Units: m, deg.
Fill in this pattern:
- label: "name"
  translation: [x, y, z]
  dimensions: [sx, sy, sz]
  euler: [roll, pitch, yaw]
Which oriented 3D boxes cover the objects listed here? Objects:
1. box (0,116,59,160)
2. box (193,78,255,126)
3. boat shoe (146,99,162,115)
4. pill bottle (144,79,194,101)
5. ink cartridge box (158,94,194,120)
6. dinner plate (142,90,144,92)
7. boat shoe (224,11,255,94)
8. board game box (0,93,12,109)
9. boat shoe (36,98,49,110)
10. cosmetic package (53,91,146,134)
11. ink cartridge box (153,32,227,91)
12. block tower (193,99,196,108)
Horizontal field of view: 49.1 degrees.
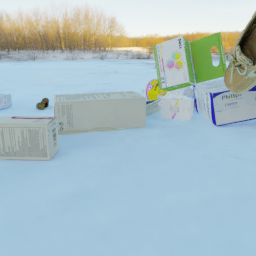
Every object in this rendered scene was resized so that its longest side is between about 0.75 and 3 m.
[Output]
- label: "box"
  translation: [-2.396, 0.218, 6.554]
  dimensions: [1.372, 0.877, 0.748]
  euler: [1, 17, 4]
- label: "box"
  translation: [3.582, -1.037, 9.749]
  dimensions: [2.033, 1.160, 2.211]
  euler: [-11, 17, 0]
- label: "boat shoe"
  translation: [0.747, -0.773, 10.495]
  dimensions: [0.468, 0.567, 1.515]
  euler: [27, 39, 36]
- label: "pill bottle"
  translation: [1.725, -1.478, 11.855]
  dimensions: [1.074, 1.074, 2.059]
  euler: [-14, 21, -38]
- label: "ink cartridge box"
  translation: [1.705, -0.757, 10.040]
  dimensions: [1.178, 0.738, 0.757]
  euler: [6, 18, 20]
- label: "dinner plate"
  translation: [1.266, -1.962, 15.153]
  dimensions: [1.040, 0.126, 1.040]
  euler: [0, 18, 0]
- label: "boat shoe"
  translation: [2.942, -1.978, 6.531]
  dimensions: [0.897, 2.862, 1.049]
  euler: [-10, 50, -26]
- label: "board game box"
  translation: [-6.576, -0.939, 10.880]
  dimensions: [2.739, 0.597, 2.753]
  euler: [6, 18, 19]
- label: "boat shoe"
  translation: [-3.425, -0.975, 11.548]
  dimensions: [0.340, 0.359, 0.999]
  euler: [6, 27, 5]
- label: "cosmetic package"
  translation: [-0.936, -0.553, 8.910]
  dimensions: [2.764, 1.010, 1.431]
  euler: [-3, 17, -14]
- label: "ink cartridge box"
  translation: [1.871, -2.060, 8.551]
  dimensions: [1.952, 1.443, 0.739]
  euler: [-11, -5, 33]
- label: "block tower"
  translation: [2.690, -1.347, 12.136]
  dimensions: [0.656, 0.702, 2.428]
  euler: [-9, 18, -29]
